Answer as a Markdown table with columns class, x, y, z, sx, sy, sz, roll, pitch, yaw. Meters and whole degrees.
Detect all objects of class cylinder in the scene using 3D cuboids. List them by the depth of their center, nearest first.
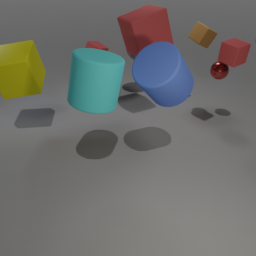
| class | x | y | z | sx | sy | sz | roll | pitch | yaw |
| --- | --- | --- | --- | --- | --- | --- | --- | --- | --- |
| cylinder | -0.892 | -1.302 | 7.659 | 1.400 | 1.400 | 1.400 | 10 | 27 | -5 |
| cylinder | 1.020 | -1.485 | 7.991 | 1.400 | 1.400 | 1.400 | 20 | -7 | 32 |

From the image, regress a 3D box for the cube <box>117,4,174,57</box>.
| class | x | y | z | sx | sy | sz | roll | pitch | yaw |
| --- | --- | --- | --- | --- | --- | --- | --- | --- | --- |
| cube | 0.639 | -3.561 | 10.342 | 1.400 | 1.400 | 1.400 | -26 | 34 | -10 |

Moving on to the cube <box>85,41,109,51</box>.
| class | x | y | z | sx | sy | sz | roll | pitch | yaw |
| --- | --- | --- | --- | --- | --- | --- | --- | --- | --- |
| cube | -1.389 | -3.283 | 12.093 | 0.700 | 0.700 | 0.700 | 35 | 31 | 19 |

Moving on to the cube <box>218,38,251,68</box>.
| class | x | y | z | sx | sy | sz | roll | pitch | yaw |
| --- | --- | --- | --- | --- | --- | --- | --- | --- | --- |
| cube | 3.640 | -2.598 | 9.628 | 0.700 | 0.700 | 0.700 | -24 | 45 | -29 |

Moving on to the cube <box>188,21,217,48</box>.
| class | x | y | z | sx | sy | sz | roll | pitch | yaw |
| --- | --- | --- | --- | --- | --- | --- | --- | --- | --- |
| cube | 3.055 | -3.803 | 11.461 | 0.700 | 0.700 | 0.700 | 5 | 37 | -43 |

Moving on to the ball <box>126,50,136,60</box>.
| class | x | y | z | sx | sy | sz | roll | pitch | yaw |
| --- | --- | --- | --- | --- | --- | --- | --- | --- | --- |
| ball | 0.593 | -3.875 | 13.250 | 1.400 | 1.400 | 1.400 | 0 | 29 | 0 |

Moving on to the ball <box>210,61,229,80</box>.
| class | x | y | z | sx | sy | sz | roll | pitch | yaw |
| --- | --- | --- | --- | --- | --- | --- | --- | --- | --- |
| ball | 3.523 | -2.217 | 10.788 | 0.700 | 0.700 | 0.700 | 0 | 29 | 0 |

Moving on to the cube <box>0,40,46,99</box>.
| class | x | y | z | sx | sy | sz | roll | pitch | yaw |
| --- | --- | --- | --- | --- | --- | --- | --- | --- | --- |
| cube | -3.898 | -2.066 | 9.954 | 1.400 | 1.400 | 1.400 | -9 | 46 | 2 |
